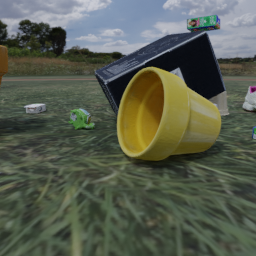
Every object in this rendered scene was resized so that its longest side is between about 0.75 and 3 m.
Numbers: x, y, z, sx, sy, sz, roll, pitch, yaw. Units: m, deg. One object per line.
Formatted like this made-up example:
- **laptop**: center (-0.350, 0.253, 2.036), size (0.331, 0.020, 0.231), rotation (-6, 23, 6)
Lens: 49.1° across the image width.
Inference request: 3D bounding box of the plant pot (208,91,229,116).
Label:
- **plant pot**: center (3.455, -0.996, 10.863), size (0.970, 0.888, 0.970), rotation (0, 13, 0)

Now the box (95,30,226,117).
- **box**: center (0.734, -1.423, 8.282), size (2.866, 1.776, 2.817), rotation (-27, 21, -3)

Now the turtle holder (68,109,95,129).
- **turtle holder**: center (-1.359, -0.282, 8.437), size (0.777, 0.591, 0.552), rotation (8, 15, 35)

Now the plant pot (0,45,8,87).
- **plant pot**: center (-4.520, -0.978, 7.343), size (2.605, 2.385, 2.605), rotation (2, 11, 0)

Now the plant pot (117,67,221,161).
- **plant pot**: center (0.906, -0.176, 5.809), size (1.683, 1.789, 1.789), rotation (11, 7, -29)

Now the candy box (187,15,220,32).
- **candy box**: center (2.326, -3.170, 8.564), size (0.884, 0.340, 0.747), rotation (0, 8, 27)

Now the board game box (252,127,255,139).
- **board game box**: center (4.290, 0.077, 7.471), size (1.243, 0.317, 1.837), rotation (12, 18, 43)

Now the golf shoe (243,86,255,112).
- **golf shoe**: center (5.300, -1.045, 10.733), size (0.882, 1.072, 2.343), rotation (-3, 15, -16)

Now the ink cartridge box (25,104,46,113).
- **ink cartridge box**: center (-3.730, -0.770, 11.212), size (0.496, 0.285, 0.847), rotation (3, 13, 13)

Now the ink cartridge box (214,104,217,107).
- **ink cartridge box**: center (1.815, -0.498, 9.029), size (1.264, 0.736, 1.749), rotation (-5, 14, -22)
